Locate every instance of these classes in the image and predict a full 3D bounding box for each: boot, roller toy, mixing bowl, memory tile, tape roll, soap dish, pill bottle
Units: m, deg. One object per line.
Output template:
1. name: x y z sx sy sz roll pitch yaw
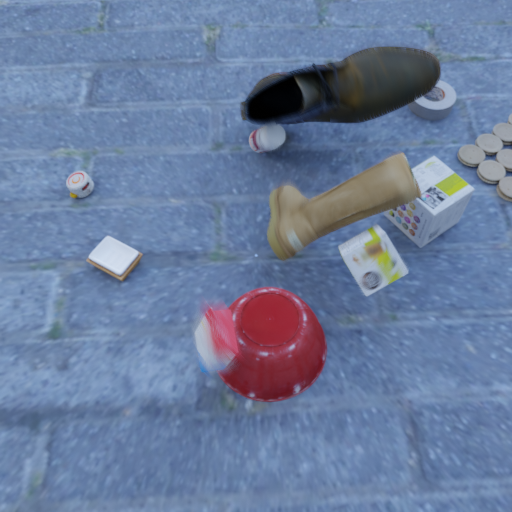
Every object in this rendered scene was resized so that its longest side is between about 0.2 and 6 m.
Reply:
1. boot: 1.461 -1.021 9.598 2.495 0.825 2.185 -27 29 21
2. boot: 1.537 -3.077 10.756 3.820 1.427 1.851 -6 22 22
3. roller toy: -3.498 -1.408 11.150 0.464 0.355 0.508 -12 58 6
4. mixing bowl: 0.210 1.235 9.034 1.952 1.057 1.952 0 56 0
5. memory tile: 5.449 -2.103 11.710 2.182 0.183 1.673 -32 63 -20
6. tape roll: 3.920 -3.503 12.524 1.010 0.334 1.010 0 58 0
7. soap dish: -2.569 0.064 10.213 0.809 0.329 0.637 26 61 16
8. pill bottle: 0.230 -2.393 11.400 0.496 0.869 0.496 -1 93 -23

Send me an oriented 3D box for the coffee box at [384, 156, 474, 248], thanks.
1. coffee box: 3.190 -1.011 10.472 1.054 1.052 1.042 -32 62 -19

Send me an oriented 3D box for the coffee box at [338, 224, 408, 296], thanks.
1. coffee box: 1.804 0.058 8.754 0.750 0.758 0.757 -31 100 9

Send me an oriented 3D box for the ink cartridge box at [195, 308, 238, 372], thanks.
1. ink cartridge box: -0.566 1.206 8.097 0.376 1.119 0.650 -3 65 -20
